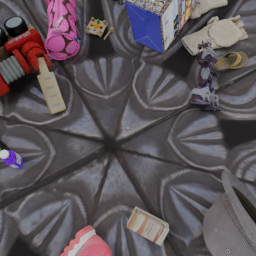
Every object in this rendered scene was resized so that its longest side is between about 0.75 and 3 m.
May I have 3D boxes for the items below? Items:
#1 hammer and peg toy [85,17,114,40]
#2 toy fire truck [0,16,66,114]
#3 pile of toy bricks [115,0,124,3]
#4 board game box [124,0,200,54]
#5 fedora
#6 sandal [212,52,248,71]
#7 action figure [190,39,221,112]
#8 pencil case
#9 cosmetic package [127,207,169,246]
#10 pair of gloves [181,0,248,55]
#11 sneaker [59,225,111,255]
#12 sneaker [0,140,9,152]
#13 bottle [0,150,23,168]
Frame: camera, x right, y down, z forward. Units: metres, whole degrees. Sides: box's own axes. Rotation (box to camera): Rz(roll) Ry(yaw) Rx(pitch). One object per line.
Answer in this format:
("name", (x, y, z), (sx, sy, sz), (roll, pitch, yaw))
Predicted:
("hammer and peg toy", (-1.044, -3.697, 10.391), (0.947, 0.334, 0.697), (18, 65, 9))
("toy fire truck", (-3.471, -1.661, 8.806), (2.587, 1.891, 2.939), (-35, 59, -16))
("pile of toy bricks", (-0.188, -5.346, 11.103), (1.388, 0.770, 0.685), (29, 28, 24))
("board game box", (1.304, -4.309, 9.348), (1.311, 2.158, 2.707), (31, 80, 17))
("fedora", (2.687, 2.590, 6.522), (1.345, 2.634, 2.978), (-42, 41, 17))
("sandal", (3.523, -2.353, 9.602), (1.587, 0.429, 0.638), (-14, 64, -22))
("action figure", (2.520, -1.746, 8.915), (0.822, 1.541, 2.369), (-1, 77, 29))
("pencil case", (-2.340, -3.849, 9.825), (1.308, 1.350, 2.882), (-15, 60, 5))
("cosmetic package", (0.507, 2.493, 7.154), (0.978, 0.427, 0.505), (26, 96, 3))
("pair of gloves", (2.952, -4.116, 10.506), (2.471, 0.510, 2.906), (-15, 66, -8))
("sneaker", (-1.392, 3.618, 6.470), (1.139, 0.968, 2.625), (34, 68, 14))
("sneaker", (-3.976, 0.543, 8.339), (1.078, 0.420, 0.459), (40, 91, 16))
("bottle", (-3.252, 0.844, 7.793), (0.323, 0.990, 0.414), (-20, 73, -7))
